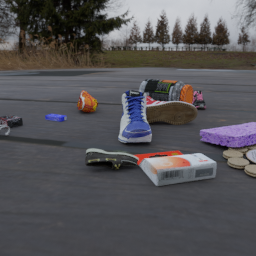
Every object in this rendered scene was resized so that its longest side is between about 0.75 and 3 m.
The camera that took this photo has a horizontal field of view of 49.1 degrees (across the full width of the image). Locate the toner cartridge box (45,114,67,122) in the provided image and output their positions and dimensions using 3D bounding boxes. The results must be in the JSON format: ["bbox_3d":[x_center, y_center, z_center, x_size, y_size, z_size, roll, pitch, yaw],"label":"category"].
[{"bbox_3d":[-3.225,-0.463,12.555,0.887,0.191,0.421,8,16,25],"label":"toner cartridge box"}]

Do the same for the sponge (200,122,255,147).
[{"bbox_3d":[3.965,0.177,9.415,2.737,0.408,1.527,-7,9,-28],"label":"sponge"}]

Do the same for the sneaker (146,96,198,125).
[{"bbox_3d":[1.468,-0.808,12.244,2.893,1.030,1.627,-1,19,3],"label":"sneaker"}]

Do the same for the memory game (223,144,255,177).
[{"bbox_3d":[4.029,0.899,7.673,2.761,0.176,2.761,0,16,0],"label":"memory game"}]

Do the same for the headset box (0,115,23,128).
[{"bbox_3d":[-4.847,-0.266,11.552,0.917,0.344,0.682,12,20,37],"label":"headset box"}]

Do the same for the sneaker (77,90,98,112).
[{"bbox_3d":[-2.127,-1.313,14.762,1.000,0.946,2.593,13,18,-17],"label":"sneaker"}]

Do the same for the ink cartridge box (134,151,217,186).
[{"bbox_3d":[1.120,0.823,7.399,1.588,0.491,1.958,-4,19,-17],"label":"ink cartridge box"}]

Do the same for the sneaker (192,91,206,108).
[{"bbox_3d":[3.851,-1.572,15.291,0.739,0.892,1.870,3,17,3],"label":"sneaker"}]

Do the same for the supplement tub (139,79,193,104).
[{"bbox_3d":[1.950,-1.678,14.411,2.538,1.555,1.555,11,19,32],"label":"supplement tub"}]

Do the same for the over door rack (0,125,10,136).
[{"bbox_3d":[-5.271,0.042,9.609,1.404,0.633,1.901,5,-5,17],"label":"over door rack"}]

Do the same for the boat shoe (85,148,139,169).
[{"bbox_3d":[-0.418,0.877,7.329,1.399,0.421,0.499,8,-30,-6],"label":"boat shoe"}]

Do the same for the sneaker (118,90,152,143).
[{"bbox_3d":[0.171,-0.513,10.109,1.116,1.595,2.762,-2,16,-3],"label":"sneaker"}]
